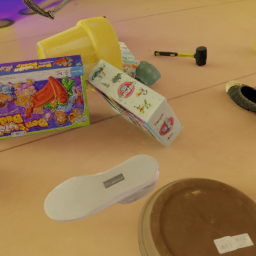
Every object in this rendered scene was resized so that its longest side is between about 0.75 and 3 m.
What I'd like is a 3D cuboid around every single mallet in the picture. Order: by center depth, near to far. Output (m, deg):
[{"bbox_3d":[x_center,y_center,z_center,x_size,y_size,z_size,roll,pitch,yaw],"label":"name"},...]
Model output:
[{"bbox_3d":[2.068,-2.993,11.075,2.134,0.703,0.439,15,44,17],"label":"mallet"}]

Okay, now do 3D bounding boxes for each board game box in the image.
[{"bbox_3d":[0.183,-0.652,7.557,2.375,1.752,0.763,36,85,34],"label":"board game box"},{"bbox_3d":[-2.611,-0.787,7.601,2.956,1.988,0.662,-10,43,-10],"label":"board game box"},{"bbox_3d":[-0.410,-2.383,10.052,0.907,0.890,1.729,2,36,-23],"label":"board game box"}]

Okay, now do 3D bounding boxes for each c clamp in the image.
[{"bbox_3d":[-1.896,-3.737,7.891,1.998,1.707,0.271,-24,55,19],"label":"c clamp"}]

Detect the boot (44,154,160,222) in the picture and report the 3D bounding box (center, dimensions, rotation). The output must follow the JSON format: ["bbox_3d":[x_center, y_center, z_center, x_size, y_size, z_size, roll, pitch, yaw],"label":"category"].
[{"bbox_3d":[-0.331,1.084,4.511,1.835,0.877,0.675,-19,57,-6],"label":"boot"}]

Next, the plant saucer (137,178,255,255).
[{"bbox_3d":[1.606,2.054,5.602,2.833,0.417,2.833,1,41,-1],"label":"plant saucer"}]

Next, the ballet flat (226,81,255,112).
[{"bbox_3d":[4.103,-0.830,8.485,0.957,0.818,2.881,-19,40,-19],"label":"ballet flat"}]

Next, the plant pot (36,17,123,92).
[{"bbox_3d":[-1.618,-2.163,8.882,2.159,2.295,2.295,-18,45,-21],"label":"plant pot"}]

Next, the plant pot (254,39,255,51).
[{"bbox_3d":[5.724,-3.482,11.618,0.810,0.791,0.786,20,44,39],"label":"plant pot"}]

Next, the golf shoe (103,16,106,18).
[{"bbox_3d":[-1.479,-3.853,12.026,1.211,0.997,2.564,-10,37,13],"label":"golf shoe"}]

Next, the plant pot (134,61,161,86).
[{"bbox_3d":[0.596,-1.790,9.680,0.902,0.902,0.604,32,77,31],"label":"plant pot"}]
